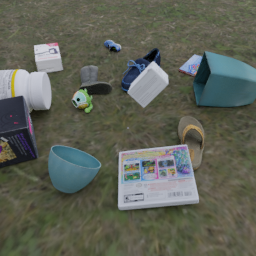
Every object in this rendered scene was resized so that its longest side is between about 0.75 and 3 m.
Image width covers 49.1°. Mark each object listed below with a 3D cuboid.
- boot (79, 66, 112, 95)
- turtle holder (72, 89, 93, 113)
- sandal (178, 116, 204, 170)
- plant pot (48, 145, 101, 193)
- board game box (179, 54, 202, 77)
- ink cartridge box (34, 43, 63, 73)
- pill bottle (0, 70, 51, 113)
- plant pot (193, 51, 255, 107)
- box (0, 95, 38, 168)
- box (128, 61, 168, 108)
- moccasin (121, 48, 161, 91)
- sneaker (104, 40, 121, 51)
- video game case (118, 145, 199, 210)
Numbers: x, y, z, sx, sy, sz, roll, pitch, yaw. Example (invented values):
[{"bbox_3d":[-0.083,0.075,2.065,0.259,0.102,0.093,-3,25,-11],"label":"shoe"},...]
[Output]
[{"bbox_3d":[-1.383,-2.088,12.007,1.470,0.587,1.617,2,37,-1],"label":"boot"},{"bbox_3d":[-1.765,-1.008,10.817,0.626,0.881,0.670,-36,22,-32],"label":"turtle holder"},{"bbox_3d":[2.118,0.366,9.325,0.924,0.621,2.299,7,44,7],"label":"sandal"},{"bbox_3d":[-1.635,1.255,7.988,1.479,0.996,1.479,21,8,-3],"label":"plant pot"},{"bbox_3d":[3.121,-2.934,13.093,0.832,0.157,1.616,25,49,26],"label":"board game box"},{"bbox_3d":[-3.729,-3.288,13.098,1.127,0.656,1.556,-11,45,-11],"label":"ink cartridge box"},{"bbox_3d":[-4.440,-1.286,10.297,2.911,1.664,1.664,-3,44,-3],"label":"pill bottle"},{"bbox_3d":[3.926,-1.798,10.966,2.217,1.567,1.566,7,44,-3],"label":"plant pot"},{"bbox_3d":[-4.469,0.256,8.810,2.803,1.486,1.713,-14,46,-15],"label":"box"},{"bbox_3d":[0.650,-1.397,8.878,0.723,1.106,1.100,42,22,-11],"label":"box"},{"bbox_3d":[0.525,-2.644,12.207,1.131,0.958,2.811,19,47,19],"label":"moccasin"},{"bbox_3d":[-0.843,-4.146,14.190,0.994,0.390,0.443,28,48,25],"label":"sneaker"},{"bbox_3d":[0.813,1.403,8.298,2.200,0.261,2.002,-7,43,6],"label":"video game case"}]
